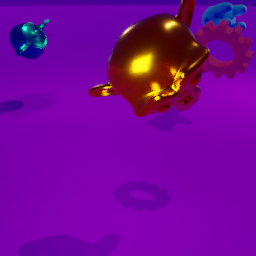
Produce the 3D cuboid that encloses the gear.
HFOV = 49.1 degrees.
[{"bbox_3d":[1.653,-1.373,5.004,1.078,1.078,0.199,19,56,33],"label":"gear"}]

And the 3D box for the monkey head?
[{"bbox_3d":[0.425,-0.774,3.732,1.145,1.900,1.367,54,17,22],"label":"monkey head"}]

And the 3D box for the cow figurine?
[{"bbox_3d":[2.711,-3.251,8.585,1.736,0.953,1.708,-10,14,-39],"label":"cow figurine"}]

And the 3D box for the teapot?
[{"bbox_3d":[-3.289,-3.060,9.545,0.977,1.241,1.996,-20,38,38],"label":"teapot"}]
